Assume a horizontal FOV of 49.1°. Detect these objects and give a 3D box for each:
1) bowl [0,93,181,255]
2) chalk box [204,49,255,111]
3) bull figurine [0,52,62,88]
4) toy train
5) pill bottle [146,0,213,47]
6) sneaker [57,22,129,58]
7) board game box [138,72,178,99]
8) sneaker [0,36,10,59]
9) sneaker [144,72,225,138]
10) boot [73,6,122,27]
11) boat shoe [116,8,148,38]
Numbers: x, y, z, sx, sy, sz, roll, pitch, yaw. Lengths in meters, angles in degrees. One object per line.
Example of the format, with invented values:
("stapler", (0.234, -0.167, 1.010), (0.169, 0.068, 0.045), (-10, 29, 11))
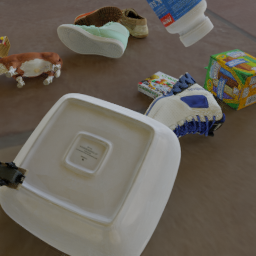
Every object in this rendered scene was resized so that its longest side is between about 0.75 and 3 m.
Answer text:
("bowl", (-0.647, 0.690, 5.100), (2.940, 1.097, 2.936), (22, 63, 13))
("chalk box", (3.118, -1.588, 8.418), (1.156, 1.148, 1.853), (-20, 45, -22))
("bull figurine", (-3.334, -1.961, 9.140), (2.443, 0.796, 1.483), (-15, 45, -15))
("toy train", (-2.346, 0.540, 4.207), (2.108, 0.483, 0.360), (12, 64, 21))
("pill bottle", (1.354, -3.476, 7.765), (1.286, 2.292, 1.286), (-37, 14, 11))
("sneaker", (-1.267, -3.609, 10.875), (2.664, 0.980, 1.571), (17, 48, 4))
("board game box", (1.258, -1.149, 8.558), (1.673, 0.290, 1.056), (31, 49, 31))
("sneaker", (-4.947, -2.990, 10.579), (0.684, 0.569, 1.518), (-12, 35, 0))
("sneaker", (1.448, -0.233, 6.818), (1.550, 1.084, 2.683), (31, 56, 19))
("boot", (-1.383, -4.895, 12.376), (2.185, 0.820, 1.171), (-17, 34, -1))
("boat shoe", (0.123, -4.902, 12.489), (0.950, 0.860, 2.667), (-20, 45, -22))
